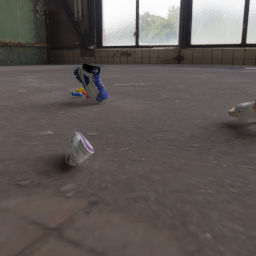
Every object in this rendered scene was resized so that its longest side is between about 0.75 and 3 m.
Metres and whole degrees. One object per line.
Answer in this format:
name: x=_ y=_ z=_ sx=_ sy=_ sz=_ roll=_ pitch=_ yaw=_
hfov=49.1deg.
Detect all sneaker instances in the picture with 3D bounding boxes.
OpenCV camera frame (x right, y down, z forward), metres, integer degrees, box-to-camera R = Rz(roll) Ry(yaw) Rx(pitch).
sneaker: x=-1.058 y=0.414 z=5.622 sx=0.582 sy=0.438 sz=1.169 roll=-45 pitch=16 yaw=-4
sneaker: x=-1.414 y=-1.935 z=11.531 sx=0.733 sy=1.814 sz=1.048 roll=-44 pitch=8 yaw=-36

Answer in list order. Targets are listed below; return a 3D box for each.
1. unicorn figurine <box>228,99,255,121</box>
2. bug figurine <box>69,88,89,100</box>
unicorn figurine: x=3.756 y=-0.583 z=7.756 sx=1.710 sy=0.919 sz=2.490 roll=4 pitch=-20 yaw=-20
bug figurine: x=-1.961 y=-1.550 z=12.839 sx=1.243 sy=0.412 sz=1.603 roll=8 pitch=11 yaw=-1
